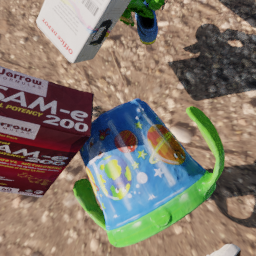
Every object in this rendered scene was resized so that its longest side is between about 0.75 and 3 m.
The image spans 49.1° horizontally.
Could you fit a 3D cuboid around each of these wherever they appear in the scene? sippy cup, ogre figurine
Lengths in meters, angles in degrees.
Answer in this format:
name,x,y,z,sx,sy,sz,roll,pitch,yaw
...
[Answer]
name,x,y,z,sx,sy,sz,roll,pitch,yaw
sippy cup,0.133,0.614,4.695,2.541,1.995,1.862,-31,82,-4
ogre figurine,0.322,-3.436,7.085,1.080,2.202,1.320,25,88,-15

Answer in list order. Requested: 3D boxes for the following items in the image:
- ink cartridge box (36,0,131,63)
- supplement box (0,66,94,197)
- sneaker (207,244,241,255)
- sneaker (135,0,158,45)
name,x,y,z,sx,sy,sz,roll,pitch,yaw
ink cartridge box,-1.031,-2.730,6.375,1.468,2.014,0.834,49,38,6
supplement box,-1.669,0.272,4.416,1.406,2.584,0.787,14,54,-24
sneaker,1.007,2.578,4.851,2.175,0.792,0.921,-30,43,-22
sneaker,0.490,-3.351,7.895,0.643,0.765,1.952,-8,72,0
